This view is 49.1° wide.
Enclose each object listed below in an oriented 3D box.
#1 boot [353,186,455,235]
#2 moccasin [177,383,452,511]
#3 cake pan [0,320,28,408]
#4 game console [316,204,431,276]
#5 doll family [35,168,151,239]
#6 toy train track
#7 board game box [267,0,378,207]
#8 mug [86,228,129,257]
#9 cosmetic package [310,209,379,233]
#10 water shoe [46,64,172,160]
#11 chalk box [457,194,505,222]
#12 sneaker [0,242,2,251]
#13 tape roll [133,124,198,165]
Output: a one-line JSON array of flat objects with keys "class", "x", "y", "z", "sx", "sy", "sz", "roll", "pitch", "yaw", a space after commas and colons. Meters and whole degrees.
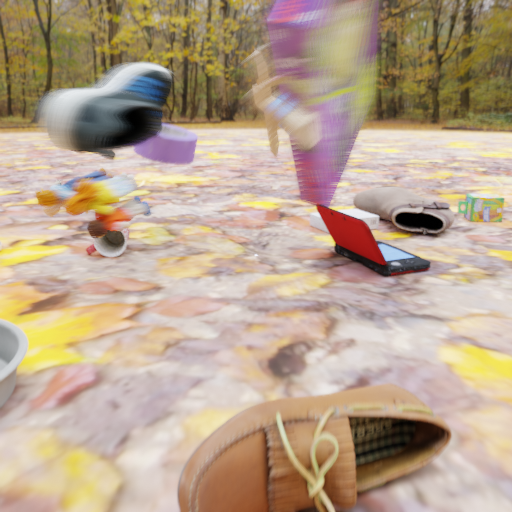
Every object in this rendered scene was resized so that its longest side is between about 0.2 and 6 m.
[{"class": "boot", "x": 3.322, "y": -1.040, "z": 12.926, "sx": 2.397, "sy": 0.842, "sz": 1.752, "roll": 5, "pitch": 19, "yaw": 18}, {"class": "moccasin", "x": 0.515, "y": 1.534, "z": 4.193, "sx": 2.273, "sy": 0.831, "sz": 0.877, "roll": 1, "pitch": 5, "yaw": -31}, {"class": "cake pan", "x": -3.607, "y": 1.256, "z": 5.580, "sx": 2.528, "sy": 0.464, "sz": 2.528, "roll": 0, "pitch": 16, "yaw": 0}, {"class": "game console", "x": 2.106, "y": -0.367, "z": 10.177, "sx": 1.503, "sy": 1.035, "sz": 1.744, "roll": -7, "pitch": 18, "yaw": -21}, {"class": "doll family", "x": -2.424, "y": -0.871, "z": 7.860, "sx": 1.783, "sy": 0.803, "sz": 1.107, "roll": 21, "pitch": 40, "yaw": 36}, {"class": "toy train track", "x": 0.412, "y": -1.864, "z": 7.141, "sx": 0.399, "sy": 1.405, "sz": 2.450, "roll": -14, "pitch": 28, "yaw": -6}, {"class": "board game box", "x": 1.338, "y": -3.201, "z": 9.534, "sx": 0.801, "sy": 2.977, "sz": 4.961, "roll": 15, "pitch": -19, "yaw": 15}, {"class": "mug", "x": -2.896, "y": -0.374, "z": 11.010, "sx": 0.824, "sy": 0.620, "sz": 0.929, "roll": 0, "pitch": 13, "yaw": -5}, {"class": "cosmetic package", "x": 2.026, "y": -0.808, "z": 12.958, "sx": 1.280, "sy": 0.331, "sz": 0.965, "roll": -7, "pitch": 19, "yaw": -22}, {"class": "water shoe", "x": -2.214, "y": -2.500, "z": 10.101, "sx": 1.346, "sy": 1.220, "sz": 3.412, "roll": 24, "pitch": 37, "yaw": 11}, {"class": "chalk box", "x": 5.478, "y": -1.183, "z": 13.759, "sx": 0.989, "sy": 0.615, "sz": 0.612, "roll": 0, "pitch": 16, "yaw": 5}, {"class": "sneaker", "x": -5.594, "y": -0.323, "z": 9.778, "sx": 1.057, "sy": 1.160, "sz": 2.830, "roll": 1, "pitch": 16, "yaw": 5}, {"class": "tape roll", "x": -2.051, "y": -2.553, "z": 12.701, "sx": 1.383, "sy": 0.588, "sz": 1.383, "roll": 11, "pitch": 23, "yaw": -5}]
